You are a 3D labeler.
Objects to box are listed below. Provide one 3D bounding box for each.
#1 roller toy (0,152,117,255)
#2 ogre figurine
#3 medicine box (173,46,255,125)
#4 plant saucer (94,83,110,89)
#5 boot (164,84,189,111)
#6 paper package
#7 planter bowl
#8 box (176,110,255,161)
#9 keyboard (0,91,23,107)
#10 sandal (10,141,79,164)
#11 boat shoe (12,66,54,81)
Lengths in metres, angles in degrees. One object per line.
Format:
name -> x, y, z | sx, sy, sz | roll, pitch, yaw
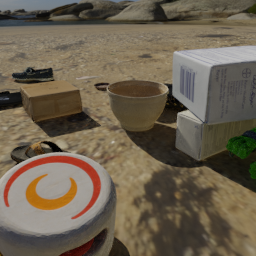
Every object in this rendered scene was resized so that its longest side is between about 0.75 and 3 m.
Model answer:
roller toy -> -1.037, 1.338, 4.098 | 1.693, 1.297, 1.856 | 9, 34, 6
ogre figurine -> 3.763, 0.549, 5.761 | 2.882, 1.414, 1.728 | 6, 35, 41
medicine box -> 2.733, -1.225, 7.056 | 2.616, 1.347, 2.383 | -6, 22, -8
plant saucer -> -1.125, -1.868, 12.505 | 0.789, 0.127, 0.789 | -1, 24, 0
boot -> 1.390, -1.048, 9.683 | 1.994, 0.969, 2.648 | -2, 21, -7
paper package -> -2.689, -1.007, 9.725 | 1.694, 0.877, 1.615 | -15, 28, -28
planter bowl -> 0.286, -0.645, 8.524 | 1.814, 1.221, 1.814 | 0, 25, 0
box -> 2.404, -0.048, 7.427 | 2.260, 1.073, 0.879 | -14, 27, -30
keyboard -> -4.796, -1.064, 10.615 | 2.124, 0.272, 1.275 | -12, 34, -26
sandal -> -1.927, 0.590, 6.687 | 1.827, 0.499, 0.746 | 8, 26, 17
boat shoe -> -4.641, -2.646, 13.587 | 2.032, 0.628, 0.761 | 2, 25, 4
